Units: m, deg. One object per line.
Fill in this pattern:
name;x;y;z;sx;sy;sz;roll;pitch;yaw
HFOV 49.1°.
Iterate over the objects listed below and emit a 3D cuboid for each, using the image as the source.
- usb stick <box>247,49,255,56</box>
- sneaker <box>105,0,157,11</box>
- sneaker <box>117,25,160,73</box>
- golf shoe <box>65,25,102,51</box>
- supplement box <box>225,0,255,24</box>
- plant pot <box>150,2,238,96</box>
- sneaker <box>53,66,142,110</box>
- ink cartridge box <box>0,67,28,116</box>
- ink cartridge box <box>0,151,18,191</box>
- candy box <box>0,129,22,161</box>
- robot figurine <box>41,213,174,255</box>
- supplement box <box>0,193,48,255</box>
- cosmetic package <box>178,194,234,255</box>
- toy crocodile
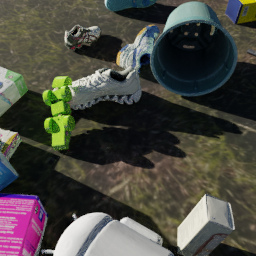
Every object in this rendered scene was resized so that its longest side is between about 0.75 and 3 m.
usb stick;5.083;-2.875;10.945;0.863;0.141;0.239;29;56;21
sneaker;0.070;-6.529;13.329;2.638;1.049;1.722;-11;53;-10
sneaker;0.637;-2.938;10.642;1.063;0.908;2.413;34;66;13
golf shoe;-1.771;-3.790;11.297;0.680;0.776;1.763;36;58;26
supplement box;5.407;-5.402;12.480;1.699;0.930;0.925;-13;53;-9
plant pot;2.207;-2.913;9.589;2.630;2.630;2.576;7;44;6
sneaker;-1.025;-1.380;9.086;2.939;1.191;1.104;-8;53;-5
ink cartridge box;-4.400;-1.144;9.145;1.271;0.765;1.749;22;56;16
ink cartridge box;-4.383;1.201;6.713;2.602;1.101;1.880;-40;66;-17
candy box;-3.966;0.461;8.057;1.410;0.430;0.961;12;52;9
robot figurine;-0.238;2.756;5.412;2.893;1.634;2.453;25;31;20
supplement box;-2.565;2.606;5.893;1.114;1.091;2.155;4;51;3
cosmetic package;1.607;2.147;5.967;0.591;1.355;0.700;20;38;-4
toy crocodile;-1.987;-0.485;8.384;0.792;0.725;2.347;-12;74;17
